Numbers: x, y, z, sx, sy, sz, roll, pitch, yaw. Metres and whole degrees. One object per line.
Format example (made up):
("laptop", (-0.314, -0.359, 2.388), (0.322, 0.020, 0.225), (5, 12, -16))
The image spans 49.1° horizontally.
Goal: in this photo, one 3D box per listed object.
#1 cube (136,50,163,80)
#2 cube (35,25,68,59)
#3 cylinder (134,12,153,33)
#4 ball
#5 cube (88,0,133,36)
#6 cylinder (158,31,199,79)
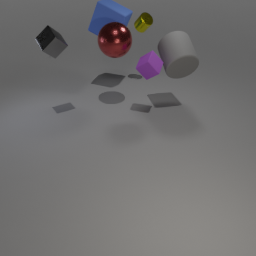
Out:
("cube", (0.849, -2.458, 11.007), (0.700, 0.700, 0.700), (-19, 40, 44))
("cube", (-2.735, -3.071, 10.030), (0.700, 0.700, 0.700), (56, 16, 24))
("cylinder", (0.759, -5.151, 13.693), (0.700, 0.700, 0.700), (-22, -3, -32))
("ball", (-0.526, -3.532, 11.270), (1.400, 1.400, 1.400), (0, 31, 0))
("cube", (-0.808, -5.004, 13.070), (1.400, 1.400, 1.400), (28, 33, -1))
("cylinder", (2.069, -3.024, 11.646), (1.400, 1.400, 1.400), (-7, 62, -11))
